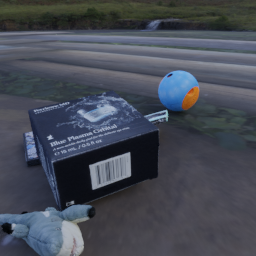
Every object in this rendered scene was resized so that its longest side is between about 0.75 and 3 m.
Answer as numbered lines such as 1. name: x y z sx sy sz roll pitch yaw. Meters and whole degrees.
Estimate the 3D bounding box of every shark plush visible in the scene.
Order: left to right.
1. shark plush: -1.214 1.226 3.628 1.908 0.867 0.795 14 -4 40

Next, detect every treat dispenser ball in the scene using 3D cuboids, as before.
1. treat dispenser ball: 1.576 -1.149 8.741 1.255 1.255 1.255 0 23 0

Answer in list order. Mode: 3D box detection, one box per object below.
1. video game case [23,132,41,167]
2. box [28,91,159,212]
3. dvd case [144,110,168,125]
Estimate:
1. video game case: -1.691 0.330 6.536 1.390 0.177 1.256 -12 31 -18
2. box: -0.668 0.269 5.083 1.798 1.074 1.829 -16 34 -23
3. dvd case: 0.347 -0.138 7.188 1.367 0.150 0.998 -17 10 13
